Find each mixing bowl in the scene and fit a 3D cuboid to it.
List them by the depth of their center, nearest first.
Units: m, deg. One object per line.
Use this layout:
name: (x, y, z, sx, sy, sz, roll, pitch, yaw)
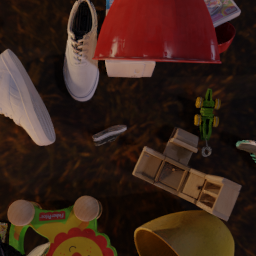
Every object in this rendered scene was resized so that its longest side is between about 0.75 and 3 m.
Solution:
mixing bowl: (0.552, -1.896, 5.230, 2.424, 2.424, 1.313, 2, 103, 0)
mixing bowl: (2.487, -2.491, 7.967, 1.042, 0.564, 1.042, -8, 56, 11)

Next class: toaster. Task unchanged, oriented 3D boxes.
toaster: (-2.324, 2.990, 5.046, 1.078, 1.643, 1.817, -25, 65, -19)

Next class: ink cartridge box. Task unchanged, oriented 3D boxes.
ink cartridge box: (0.069, -2.425, 7.659, 1.305, 1.328, 1.804, 1, 84, 0)

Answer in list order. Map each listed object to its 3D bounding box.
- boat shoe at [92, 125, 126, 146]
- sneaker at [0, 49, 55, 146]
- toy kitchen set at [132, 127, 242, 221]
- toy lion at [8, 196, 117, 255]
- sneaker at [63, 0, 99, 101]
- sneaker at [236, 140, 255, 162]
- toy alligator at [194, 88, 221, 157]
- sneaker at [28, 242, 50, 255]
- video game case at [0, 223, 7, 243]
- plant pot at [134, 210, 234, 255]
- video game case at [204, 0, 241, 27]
boat shoe: (-0.501, 0.207, 7.930, 1.012, 0.358, 0.322, -21, 118, -10)
sneaker: (-3.291, -0.514, 7.671, 1.720, 1.096, 2.976, -30, 76, -1)
toy kitchen set: (1.494, 0.879, 7.033, 2.122, 1.915, 1.731, 25, 84, -2)
toy lion: (-1.628, 3.093, 7.067, 2.687, 0.922, 2.576, -3, 71, 0)
sneaker: (-1.351, -2.202, 7.797, 1.038, 1.007, 2.843, -1, 84, 0)
sneaker: (3.794, 0.868, 7.701, 1.743, 0.676, 0.795, 20, 88, 3)
toy alligator: (2.183, -0.157, 7.906, 0.628, 0.455, 1.894, 6, 91, 1)
sneaker: (-2.166, 3.356, 7.487, 1.527, 0.541, 0.558, -34, 85, -3)
video game case: (-3.967, 3.076, 7.729, 1.104, 0.126, 1.004, 8, 84, 2)
plant pot: (1.567, 3.001, 6.824, 1.710, 2.409, 2.409, -28, 85, -28)
video game case: (1.950, -3.788, 8.117, 1.597, 0.201, 2.230, -27, 72, -2)
